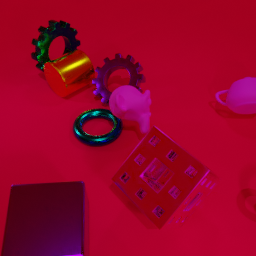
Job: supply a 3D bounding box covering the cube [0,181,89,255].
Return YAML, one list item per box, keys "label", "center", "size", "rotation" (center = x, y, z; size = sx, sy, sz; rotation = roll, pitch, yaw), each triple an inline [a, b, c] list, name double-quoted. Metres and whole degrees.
- label: "cube"
  center: [-1.417, 1.856, 5.212]
  size: [1.308, 1.308, 1.308]
  rotation: [-2, 58, -5]

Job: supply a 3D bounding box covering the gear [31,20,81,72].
- label: "gear"
  center: [-2.466, -2.747, 9.742]
  size: [0.348, 1.884, 1.884]
  rotation: [29, 51, 27]

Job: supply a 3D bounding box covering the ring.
- label: "ring"
  center: [-0.872, -0.051, 8.122]
  size: [1.466, 0.293, 1.466]
  rotation: [0, 44, 0]

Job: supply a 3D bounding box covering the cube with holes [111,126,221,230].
- label: "cube with holes"
  center: [0.823, 1.047, 5.765]
  size: [1.375, 1.375, 1.375]
  rotation: [41, 95, 30]

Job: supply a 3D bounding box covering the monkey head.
- label: "monkey head"
  center: [0.058, -0.469, 7.496]
  size: [1.101, 1.827, 1.314]
  rotation: [-3, 88, -2]

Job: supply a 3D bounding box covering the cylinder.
- label: "cylinder"
  center: [-1.928, -1.816, 9.277]
  size: [1.221, 1.221, 1.221]
  rotation: [35, 54, 30]

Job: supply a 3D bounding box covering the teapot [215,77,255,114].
- label: "teapot"
  center: [3.552, -0.999, 8.074]
  size: [2.024, 1.258, 0.991]
  rotation: [-6, 72, 30]

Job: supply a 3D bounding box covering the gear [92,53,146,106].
- label: "gear"
  center: [-0.302, -1.504, 8.885]
  size: [1.692, 0.313, 1.692]
  rotation: [-4, 79, 19]
